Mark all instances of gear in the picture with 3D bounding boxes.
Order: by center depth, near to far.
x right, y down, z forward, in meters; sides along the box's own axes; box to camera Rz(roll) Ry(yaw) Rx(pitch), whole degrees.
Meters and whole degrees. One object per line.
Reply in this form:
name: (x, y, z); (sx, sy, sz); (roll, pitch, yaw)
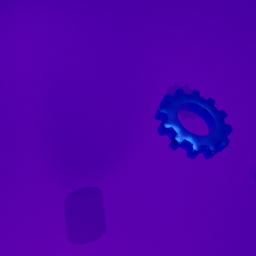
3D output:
gear: (1.173, -0.100, 5.013); (1.368, 0.253, 1.368); (9, 54, -12)
